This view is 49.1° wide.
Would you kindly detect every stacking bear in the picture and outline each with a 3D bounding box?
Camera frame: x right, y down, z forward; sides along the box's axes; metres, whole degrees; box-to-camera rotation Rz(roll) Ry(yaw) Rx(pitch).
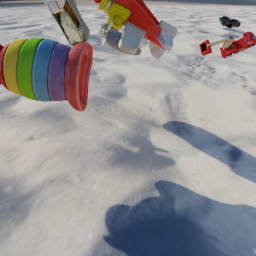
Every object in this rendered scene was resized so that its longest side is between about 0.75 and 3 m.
[{"bbox_3d":[-2.365,-1.398,6.613,2.746,1.668,1.562,8,2,1],"label":"stacking bear"}]

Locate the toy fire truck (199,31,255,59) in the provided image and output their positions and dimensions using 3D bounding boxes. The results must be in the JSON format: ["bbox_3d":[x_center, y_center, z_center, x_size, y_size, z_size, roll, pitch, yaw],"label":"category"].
[{"bbox_3d":[1.578,-1.317,4.406,0.763,0.186,0.538,-20,-20,35],"label":"toy fire truck"}]

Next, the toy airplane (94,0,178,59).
[{"bbox_3d":[0.068,-3.042,8.204,1.983,2.798,2.810,-31,-15,27],"label":"toy airplane"}]

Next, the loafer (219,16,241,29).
[{"bbox_3d":[3.254,-3.299,8.919,0.829,0.300,0.302,2,-13,-24],"label":"loafer"}]

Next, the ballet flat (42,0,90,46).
[{"bbox_3d":[-2.153,-3.896,9.306,0.980,2.908,0.926,-13,51,20],"label":"ballet flat"}]
